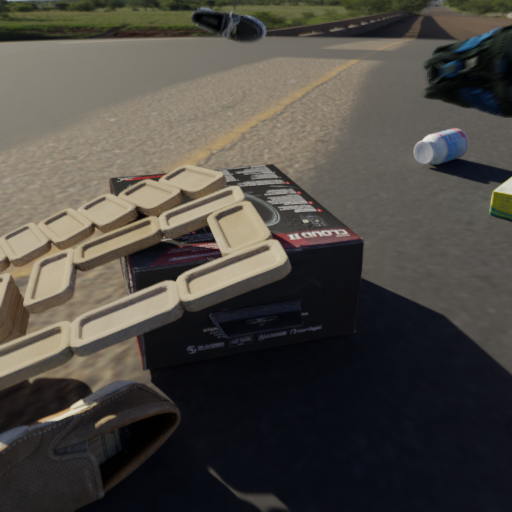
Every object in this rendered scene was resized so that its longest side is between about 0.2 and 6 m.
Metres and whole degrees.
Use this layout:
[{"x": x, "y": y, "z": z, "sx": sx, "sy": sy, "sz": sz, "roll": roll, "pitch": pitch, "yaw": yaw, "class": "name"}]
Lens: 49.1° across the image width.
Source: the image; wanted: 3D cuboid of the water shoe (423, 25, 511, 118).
[{"x": 3.030, "y": -2.403, "z": 7.622, "sx": 1.293, "sy": 1.171, "sz": 3.276, "roll": -3, "pitch": 11, "yaw": 8, "class": "water shoe"}]

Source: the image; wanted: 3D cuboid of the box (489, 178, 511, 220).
[{"x": 5.468, "y": -0.872, "z": 9.947, "sx": 2.168, "sy": 0.524, "sz": 1.272, "roll": 17, "pitch": 30, "yaw": 36, "class": "box"}]

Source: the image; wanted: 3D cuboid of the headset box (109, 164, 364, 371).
[{"x": -0.415, "y": -0.033, "z": 7.250, "sx": 2.585, "sy": 1.342, "sz": 3.474, "roll": -8, "pitch": 28, "yaw": -16, "class": "headset box"}]

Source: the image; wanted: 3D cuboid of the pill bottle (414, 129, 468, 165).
[{"x": 4.314, "y": -2.527, "z": 13.104, "sx": 1.302, "sy": 0.708, "sz": 0.708, "roll": -20, "pitch": 32, "yaw": -34, "class": "pill bottle"}]

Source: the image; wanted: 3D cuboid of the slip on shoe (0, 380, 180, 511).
[{"x": -1.481, "y": 1.688, "z": 4.393, "sx": 0.649, "sy": 0.815, "sz": 2.143, "roll": 8, "pitch": 19, "yaw": 34, "class": "slip on shoe"}]

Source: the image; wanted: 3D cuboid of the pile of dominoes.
[{"x": -1.889, "y": 0.335, "z": 5.894, "sx": 4.092, "sy": 0.651, "sz": 3.189, "roll": -21, "pitch": 30, "yaw": -4, "class": "pile of dominoes"}]

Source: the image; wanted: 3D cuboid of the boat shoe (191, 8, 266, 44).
[{"x": -0.543, "y": -4.537, "z": 10.996, "sx": 1.481, "sy": 0.547, "sz": 0.506, "roll": 19, "pitch": 24, "yaw": -4, "class": "boat shoe"}]
